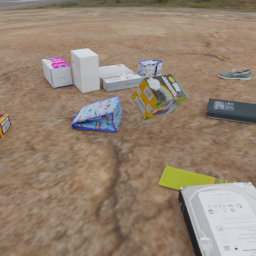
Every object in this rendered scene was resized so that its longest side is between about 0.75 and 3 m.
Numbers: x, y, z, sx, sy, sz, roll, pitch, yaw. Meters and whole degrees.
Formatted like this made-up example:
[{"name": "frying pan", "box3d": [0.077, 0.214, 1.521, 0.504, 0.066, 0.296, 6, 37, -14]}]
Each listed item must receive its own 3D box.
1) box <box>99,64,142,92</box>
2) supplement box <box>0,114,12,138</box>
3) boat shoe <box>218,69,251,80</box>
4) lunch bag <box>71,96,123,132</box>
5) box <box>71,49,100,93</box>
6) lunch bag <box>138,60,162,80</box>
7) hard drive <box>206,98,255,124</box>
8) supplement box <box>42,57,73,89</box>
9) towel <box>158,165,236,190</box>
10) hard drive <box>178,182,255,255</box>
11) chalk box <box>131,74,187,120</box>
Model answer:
[{"name": "box", "box3d": [-0.723, -2.975, 16.246, 2.136, 0.564, 2.740, -13, 33, -22]}, {"name": "supplement box", "box3d": [-5.603, -0.110, 11.216, 1.495, 0.640, 0.825, 2, 30, 3]}, {"name": "boat shoe", "box3d": [6.385, -3.262, 16.726, 1.848, 0.571, 0.673, 5, 31, 9]}, {"name": "lunch bag", "box3d": [-1.387, -0.557, 11.881, 2.062, 0.970, 1.552, -3, 32, 13]}, {"name": "box", "box3d": [-2.294, -3.105, 15.091, 1.027, 1.931, 1.470, -14, 34, -24]}, {"name": "lunch bag", "box3d": [1.336, -3.280, 16.155, 1.383, 1.176, 0.857, -12, 37, -23]}, {"name": "hard drive", "box3d": [4.728, -0.797, 12.682, 2.189, 0.360, 1.528, 9, 31, 15]}, {"name": "supplement box", "box3d": [-4.094, -3.229, 16.132, 1.117, 1.141, 2.207, -16, 32, -23]}, {"name": "towel", "box3d": [2.112, 1.698, 8.554, 2.207, 0.199, 0.950, 12, 31, 20]}, {"name": "hard drive", "box3d": [2.534, 2.531, 6.610, 2.078, 0.563, 2.974, -3, 34, -3]}, {"name": "chalk box", "box3d": [1.305, -1.211, 10.541, 1.858, 1.151, 1.160, -13, 65, -34]}]
